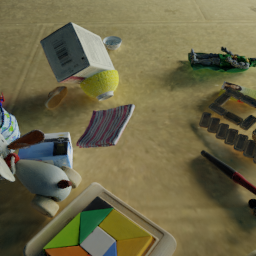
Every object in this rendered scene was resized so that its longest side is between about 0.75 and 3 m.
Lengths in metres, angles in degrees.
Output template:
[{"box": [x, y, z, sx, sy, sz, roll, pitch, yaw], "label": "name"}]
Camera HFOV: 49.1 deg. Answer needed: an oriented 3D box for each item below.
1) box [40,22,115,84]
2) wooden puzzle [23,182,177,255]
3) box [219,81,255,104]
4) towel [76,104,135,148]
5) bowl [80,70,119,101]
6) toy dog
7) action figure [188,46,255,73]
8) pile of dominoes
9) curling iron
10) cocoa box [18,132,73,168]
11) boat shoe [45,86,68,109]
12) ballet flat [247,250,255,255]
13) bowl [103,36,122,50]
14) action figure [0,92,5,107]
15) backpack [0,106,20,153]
[{"box": [-1.676, -2.503, 9.926, 1.319, 1.548, 2.420, -24, -1, 17], "label": "box"}, {"box": [-0.638, 2.749, 6.509, 2.757, 0.513, 2.550, 30, 52, 26], "label": "wooden puzzle"}, {"box": [4.265, -1.262, 10.523, 1.540, 0.386, 0.580, 21, 49, 18], "label": "box"}, {"box": [-0.633, -0.042, 7.328, 1.669, 0.250, 1.221, -7, 49, 48], "label": "towel"}, {"box": [-0.946, -1.462, 10.272, 1.481, 1.481, 0.797, -19, 87, -18], "label": "bowl"}, {"box": [-2.414, 1.016, 6.953, 2.869, 1.382, 1.892, 22, 57, -22], "label": "toy dog"}, {"box": [4.108, -2.881, 11.898, 2.874, 0.786, 1.698, 4, 43, -1], "label": "action figure"}, {"box": [3.885, -0.064, 9.381, 2.163, 0.442, 2.775, -38, 51, -17], "label": "pile of dominoes"}, {"box": [3.009, 1.463, 7.890, 0.648, 0.334, 2.614, -24, 50, -21], "label": "curling iron"}, {"box": [-2.353, 0.783, 8.132, 1.385, 0.924, 0.909, -5, 46, -5], "label": "cocoa box"}, {"box": [-2.738, -1.156, 10.391, 0.453, 0.483, 1.311, 13, 38, 16], "label": "boat shoe"}, {"box": [3.722, 2.865, 6.191, 2.468, 0.857, 0.857, -8, 46, -8], "label": "ballet flat"}, {"box": [-0.718, -3.920, 13.113, 0.874, 0.393, 0.874, 0, 46, 0], "label": "bowl"}, {"box": [-4.712, -0.950, 10.169, 0.326, 0.495, 1.000, -6, 43, -7], "label": "action figure"}, {"box": [-4.426, 0.271, 8.347, 2.266, 1.742, 1.848, -1, 37, -23], "label": "backpack"}]
